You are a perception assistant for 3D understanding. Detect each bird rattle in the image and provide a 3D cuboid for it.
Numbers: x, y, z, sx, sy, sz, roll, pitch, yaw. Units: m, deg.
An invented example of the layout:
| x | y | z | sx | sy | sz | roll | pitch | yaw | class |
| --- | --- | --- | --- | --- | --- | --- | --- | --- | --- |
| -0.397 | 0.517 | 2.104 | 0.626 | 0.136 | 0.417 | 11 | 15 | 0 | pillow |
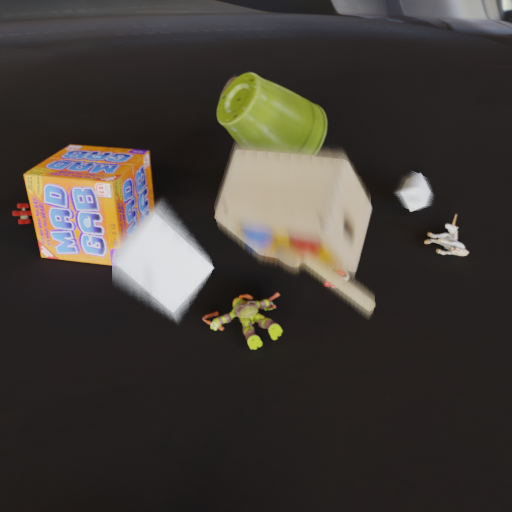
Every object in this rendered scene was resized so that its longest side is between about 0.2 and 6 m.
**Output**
| x | y | z | sx | sy | sz | roll | pitch | yaw | class |
| --- | --- | --- | --- | --- | --- | --- | --- | --- | --- |
| 1.460 | 0.306 | 10.280 | 0.567 | 0.392 | 0.695 | 4 | 29 | -27 | bird rattle |

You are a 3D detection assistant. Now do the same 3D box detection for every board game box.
| x | y | z | sx | sy | sz | roll | pitch | yaw | class |
| --- | --- | --- | --- | --- | --- | --- | --- | --- | --- |
| -3.194 | -1.048 | 11.168 | 1.768 | 1.766 | 1.767 | 6 | 30 | 10 | board game box |

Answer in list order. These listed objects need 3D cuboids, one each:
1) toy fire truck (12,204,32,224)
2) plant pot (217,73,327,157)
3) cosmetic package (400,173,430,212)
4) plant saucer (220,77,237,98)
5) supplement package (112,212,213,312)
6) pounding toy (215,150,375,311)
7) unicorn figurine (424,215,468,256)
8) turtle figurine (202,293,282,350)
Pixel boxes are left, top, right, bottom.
| x | y | z | sx | sy | sz | roll | pitch | yaw | class |
| --- | --- | --- | --- | --- | --- | --- | --- | --- | --- |
| -4.947 | -0.956 | 12.460 | 0.796 | 0.446 | 0.668 | -4 | 6 | -8 | toy fire truck |
| 0.201 | -2.969 | 12.300 | 1.878 | 1.951 | 1.951 | 27 | 9 | -40 | plant pot |
| 3.636 | -1.456 | 12.762 | 0.381 | 0.531 | 0.940 | -23 | 13 | 31 | cosmetic package |
| -0.503 | -3.572 | 12.993 | 0.192 | 1.114 | 1.114 | 23 | 36 | 20 | plant saucer |
| -1.299 | 0.077 | 7.734 | 0.845 | 1.085 | 0.602 | -48 | 15 | -4 | supplement package |
| 0.765 | -0.334 | 8.299 | 1.977 | 1.526 | 2.147 | 11 | -13 | 26 | pounding toy |
| 3.879 | -0.319 | 11.343 | 0.820 | 0.441 | 1.193 | 2 | 43 | -17 | unicorn figurine |
| -0.058 | 0.945 | 9.019 | 1.424 | 0.459 | 1.148 | -14 | 33 | -23 | turtle figurine |
